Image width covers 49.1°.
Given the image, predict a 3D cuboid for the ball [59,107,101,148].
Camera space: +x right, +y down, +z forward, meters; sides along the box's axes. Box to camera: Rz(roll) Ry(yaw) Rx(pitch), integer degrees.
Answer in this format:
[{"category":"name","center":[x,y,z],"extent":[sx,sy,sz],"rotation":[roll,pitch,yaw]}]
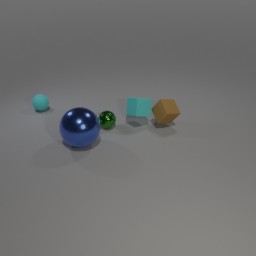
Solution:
[{"category":"ball","center":[-1.650,-0.019,9.649],"extent":[1.400,1.400,1.400],"rotation":[0,29,0]}]

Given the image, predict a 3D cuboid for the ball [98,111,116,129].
[{"category":"ball","center":[-0.814,-0.330,10.928],"extent":[0.700,0.700,0.700],"rotation":[0,29,0]}]

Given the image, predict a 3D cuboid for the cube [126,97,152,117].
[{"category":"cube","center":[0.427,-0.819,10.919],"extent":[0.700,0.700,0.700],"rotation":[0,7,-35]}]

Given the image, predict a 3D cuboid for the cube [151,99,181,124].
[{"category":"cube","center":[1.463,-0.646,10.865],"extent":[0.700,0.700,0.700],"rotation":[-3,60,-35]}]

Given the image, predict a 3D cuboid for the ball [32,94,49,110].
[{"category":"ball","center":[-3.822,-1.119,12.240],"extent":[0.700,0.700,0.700],"rotation":[0,29,0]}]
